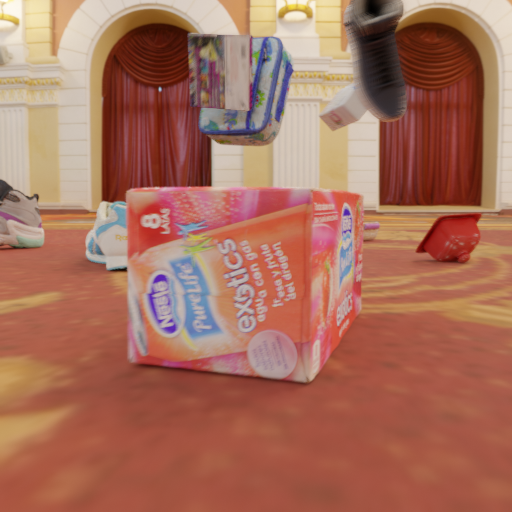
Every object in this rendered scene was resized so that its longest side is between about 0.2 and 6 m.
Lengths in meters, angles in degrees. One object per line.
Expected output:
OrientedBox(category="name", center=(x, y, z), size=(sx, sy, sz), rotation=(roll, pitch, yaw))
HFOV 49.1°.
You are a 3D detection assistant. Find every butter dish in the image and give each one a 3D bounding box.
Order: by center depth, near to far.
OrientedBox(category="butter dish", center=(3.234, -0.186, 9.091), size=(0.928, 0.925, 0.686), rotation=(-4, 50, -21))

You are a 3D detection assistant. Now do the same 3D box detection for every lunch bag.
OrientedBox(category="lunch bag", center=(-0.204, -3.789, 12.886), size=(1.950, 2.426, 1.000), rotation=(9, -7, 28))

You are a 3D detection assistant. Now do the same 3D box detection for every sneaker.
OrientedBox(category="sneaker", center=(-2.154, -0.363, 8.893), size=(0.943, 0.996, 2.465), rotation=(-4, 6, -26))
OrientedBox(category="sneaker", center=(2.145, -3.496, 9.735), size=(0.883, 2.322, 1.678), rotation=(-20, 8, 4))
OrientedBox(category="sneaker", center=(-5.480, -0.940, 11.411), size=(0.921, 1.658, 2.370), rotation=(3, 6, 31))

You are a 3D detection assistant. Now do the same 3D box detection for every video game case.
OrientedBox(category="video game case", center=(-0.746, -3.852, 11.744), size=(1.354, 1.494, 0.267), rotation=(7, 25, 15))

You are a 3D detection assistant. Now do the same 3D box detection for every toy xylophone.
OrientedBox(category="toy xylophone", center=(2.213, -0.638, 14.553), size=(1.894, 0.476, 1.387), rotation=(4, 7, 42))

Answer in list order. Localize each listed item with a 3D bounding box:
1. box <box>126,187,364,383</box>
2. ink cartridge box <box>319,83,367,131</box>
OrientedBox(category="box", center=(0.095, 0.046, 4.098), size=(1.150, 1.061, 2.240), rotation=(2, 6, 18))
OrientedBox(category="ink cartridge box", center=(2.231, -3.636, 13.445), size=(0.575, 0.982, 1.359), rotation=(43, -11, -16))
